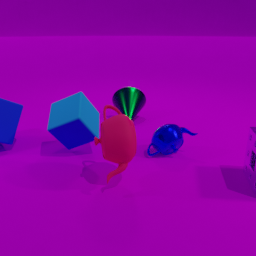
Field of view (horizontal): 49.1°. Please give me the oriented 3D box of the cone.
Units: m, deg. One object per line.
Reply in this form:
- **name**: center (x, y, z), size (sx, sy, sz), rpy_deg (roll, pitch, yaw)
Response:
- **cone**: center (0.024, -0.467, 8.194), size (1.041, 1.041, 1.045), rpy_deg (0, 47, 1)

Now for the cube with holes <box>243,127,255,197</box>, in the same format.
- **cube with holes**: center (2.637, 0.589, 4.831), size (0.931, 0.931, 0.931), rpy_deg (3, 20, 8)

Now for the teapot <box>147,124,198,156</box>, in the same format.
- **teapot**: center (0.934, 0.271, 6.107), size (1.183, 0.735, 0.579), rpy_deg (-28, 57, -6)

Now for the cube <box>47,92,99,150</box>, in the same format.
- **cube**: center (-1.161, -0.147, 6.121), size (0.798, 0.798, 0.798), rpy_deg (-19, 47, 17)

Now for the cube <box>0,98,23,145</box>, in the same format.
- **cube**: center (-3.133, -0.223, 6.405), size (0.946, 0.946, 0.946), rpy_deg (19, -7, -42)

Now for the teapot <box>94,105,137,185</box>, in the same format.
- **teapot**: center (-0.235, 0.253, 4.883), size (0.695, 1.420, 0.883), rpy_deg (-4, -17, -11)
